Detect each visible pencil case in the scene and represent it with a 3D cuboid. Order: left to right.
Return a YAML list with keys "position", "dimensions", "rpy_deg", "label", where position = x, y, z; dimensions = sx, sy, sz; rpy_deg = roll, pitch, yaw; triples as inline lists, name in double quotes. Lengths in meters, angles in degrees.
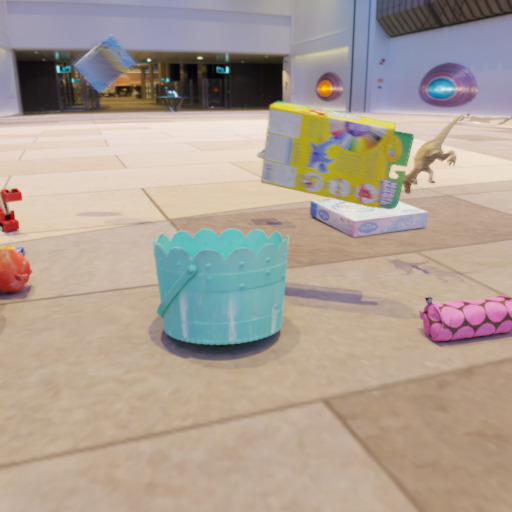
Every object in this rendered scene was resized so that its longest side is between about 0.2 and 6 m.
- position: [3.138, 0.883, 8.238]
  dimensions: [1.373, 0.623, 0.643]
  rpy_deg: [-2, 4, -13]
  label: "pencil case"

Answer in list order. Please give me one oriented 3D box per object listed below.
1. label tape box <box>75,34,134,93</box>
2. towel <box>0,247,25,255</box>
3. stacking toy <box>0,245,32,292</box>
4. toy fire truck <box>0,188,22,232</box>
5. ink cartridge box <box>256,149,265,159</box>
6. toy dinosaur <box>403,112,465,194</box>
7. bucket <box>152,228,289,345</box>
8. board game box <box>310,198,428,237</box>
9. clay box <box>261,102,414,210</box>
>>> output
- position: [-3.687, -4.721, 13.707]
  dimensions: [1.187, 0.850, 0.392]
  rpy_deg: [-35, 28, 13]
  label: "label tape box"
- position: [-5.489, 0.080, 11.222]
  dimensions: [1.074, 0.177, 1.484]
  rpy_deg: [3, 19, 10]
  label: "towel"
- position: [-4.210, -0.071, 8.771]
  dimensions: [1.002, 2.147, 2.371]
  rpy_deg: [3, 18, -12]
  label: "stacking toy"
- position: [-6.051, -1.157, 13.459]
  dimensions: [0.374, 1.083, 1.536]
  rpy_deg: [-15, 24, -40]
  label: "toy fire truck"
- position: [0.442, -2.430, 13.731]
  dimensions: [0.712, 0.154, 0.699]
  rpy_deg: [14, -4, -17]
  label: "ink cartridge box"
- position: [3.247, -1.911, 10.323]
  dimensions: [0.530, 1.821, 0.921]
  rpy_deg: [28, 21, -20]
  label: "toy dinosaur"
- position: [-0.508, 0.377, 8.170]
  dimensions: [2.070, 1.347, 2.070]
  rpy_deg: [0, 10, 0]
  label: "bucket"
- position: [2.789, -1.065, 14.146]
  dimensions: [2.124, 0.461, 2.113]
  rpy_deg: [-8, 20, -22]
  label: "board game box"
- position: [1.278, -1.609, 9.006]
  dimensions: [2.273, 1.306, 0.541]
  rpy_deg: [14, 28, 13]
  label: "clay box"
